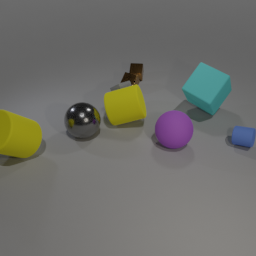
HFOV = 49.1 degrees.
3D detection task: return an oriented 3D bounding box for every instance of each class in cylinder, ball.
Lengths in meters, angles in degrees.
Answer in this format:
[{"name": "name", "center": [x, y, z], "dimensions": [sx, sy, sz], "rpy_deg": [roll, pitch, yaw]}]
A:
[{"name": "cylinder", "center": [-3.905, 0.232, 9.461], "dimensions": [1.400, 1.400, 1.400], "rpy_deg": [20, -4, 28]}, {"name": "cylinder", "center": [4.275, 0.308, 10.343], "dimensions": [0.700, 0.700, 0.700], "rpy_deg": [10, 33, 33]}, {"name": "cylinder", "center": [-0.096, -0.932, 11.497], "dimensions": [1.400, 1.400, 1.400], "rpy_deg": [-14, 30, 13]}, {"name": "ball", "center": [1.688, 0.053, 10.288], "dimensions": [1.400, 1.400, 1.400], "rpy_deg": [0, 33, 0]}, {"name": "ball", "center": [-1.761, -0.295, 10.849], "dimensions": [1.400, 1.400, 1.400], "rpy_deg": [0, 33, 0]}]

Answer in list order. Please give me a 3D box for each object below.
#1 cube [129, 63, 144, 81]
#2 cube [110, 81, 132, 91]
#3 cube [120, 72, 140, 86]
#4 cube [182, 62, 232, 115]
[{"name": "cube", "center": [0.480, -3.131, 15.666], "dimensions": [0.700, 0.700, 0.700], "rpy_deg": [4, 67, 8]}, {"name": "cube", "center": [-0.249, -1.642, 12.604], "dimensions": [0.700, 0.700, 0.700], "rpy_deg": [-24, 5, -39]}, {"name": "cube", "center": [0.108, -2.334, 14.367], "dimensions": [0.700, 0.700, 0.700], "rpy_deg": [20, 79, 19]}, {"name": "cube", "center": [3.350, -1.635, 11.845], "dimensions": [1.400, 1.400, 1.400], "rpy_deg": [36, 89, 28]}]
